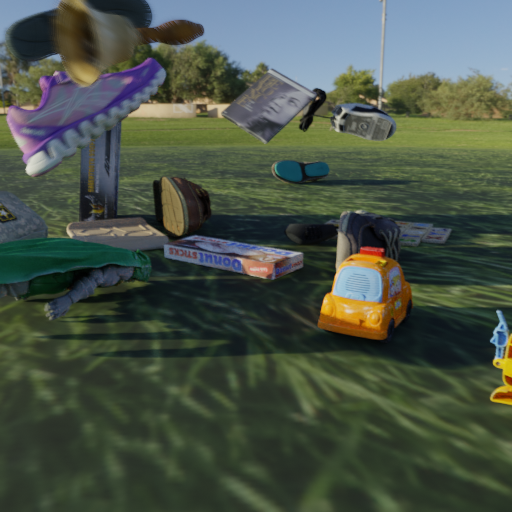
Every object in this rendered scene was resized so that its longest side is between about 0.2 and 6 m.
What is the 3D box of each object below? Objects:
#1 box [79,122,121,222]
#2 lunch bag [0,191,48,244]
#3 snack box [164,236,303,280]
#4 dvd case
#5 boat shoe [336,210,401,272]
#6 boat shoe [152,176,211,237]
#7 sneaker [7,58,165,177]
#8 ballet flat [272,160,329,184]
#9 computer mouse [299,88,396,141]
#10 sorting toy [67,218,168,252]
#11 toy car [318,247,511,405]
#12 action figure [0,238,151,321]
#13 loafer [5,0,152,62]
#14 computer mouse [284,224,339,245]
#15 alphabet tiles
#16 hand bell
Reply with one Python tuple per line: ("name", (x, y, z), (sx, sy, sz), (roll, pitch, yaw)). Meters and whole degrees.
("box", (-3.471, -2.231, 12.621), (0.734, 3.038, 2.406), (3, 13, -13))
("lunch bag", (-4.835, -0.478, 9.506), (2.063, 1.213, 1.692), (10, 16, 13))
("snack box", (-0.426, -0.005, 9.405), (2.350, 0.286, 0.845), (10, 17, 35))
("dvd case", (0.232, -2.714, 10.034), (1.061, 0.114, 1.427), (36, 68, 20))
("boat shoe", (1.921, -0.294, 9.235), (0.951, 0.966, 2.594), (5, 16, 18))
("boat shoe", (-1.532, -1.177, 12.226), (1.136, 1.211, 3.363), (-6, 13, -15))
("sneaker", (-2.516, -2.278, 8.182), (2.554, 1.129, 1.027), (-39, 17, -16))
("ballet flat", (1.539, -3.077, 21.040), (2.660, 0.905, 0.894), (-3, -7, -33))
("computer mouse", (1.841, -2.750, 11.135), (1.886, 1.034, 0.414), (13, 54, 1))
("sorting toy", (-2.716, -0.349, 10.879), (1.634, 0.322, 1.765), (-7, 20, -25))
("toy car", (1.922, 0.534, 5.881), (1.412, 0.958, 2.879), (-13, 18, -41))
("action figure", (-2.755, 0.228, 7.168), (2.033, 0.941, 3.442), (11, 11, 42))
("loafer", (-2.531, -3.283, 8.027), (2.044, 0.734, 0.643), (-20, 17, -15))
("computer mouse", (1.671, -0.404, 10.927), (2.305, 0.392, 0.676), (0, -3, -7))
("alphabet tiles", (2.707, -0.544, 11.996), (2.699, 0.085, 2.246), (6, 16, 24))
("hand bell", (-1.275, -2.472, 6.327), (0.882, 0.882, 1.695), (14, 28, 43))
